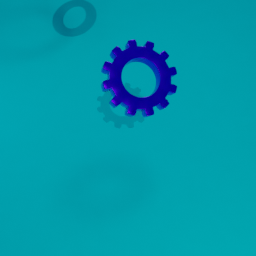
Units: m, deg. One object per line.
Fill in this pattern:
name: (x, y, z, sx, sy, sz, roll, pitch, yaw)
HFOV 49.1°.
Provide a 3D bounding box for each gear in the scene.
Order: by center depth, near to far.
gear: (0.209, -0.896, 5.135, 1.387, 0.257, 1.387, 1, 85, -13)
